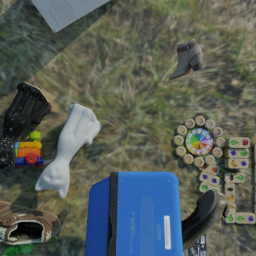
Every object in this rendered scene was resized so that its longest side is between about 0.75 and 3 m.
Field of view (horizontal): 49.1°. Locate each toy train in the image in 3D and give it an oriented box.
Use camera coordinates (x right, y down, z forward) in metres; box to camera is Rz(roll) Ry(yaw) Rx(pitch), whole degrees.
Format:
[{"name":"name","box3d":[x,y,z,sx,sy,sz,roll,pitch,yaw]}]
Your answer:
[{"name":"toy train","box3d":[-2.637,0.568,8.051,1.799,0.761,1.041,-3,75,0]}]

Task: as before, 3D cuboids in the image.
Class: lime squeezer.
[{"name":"lime squeezer","box3d":[-3.083,3.463,7.972,2.012,0.711,0.379,-15,69,-30]}]

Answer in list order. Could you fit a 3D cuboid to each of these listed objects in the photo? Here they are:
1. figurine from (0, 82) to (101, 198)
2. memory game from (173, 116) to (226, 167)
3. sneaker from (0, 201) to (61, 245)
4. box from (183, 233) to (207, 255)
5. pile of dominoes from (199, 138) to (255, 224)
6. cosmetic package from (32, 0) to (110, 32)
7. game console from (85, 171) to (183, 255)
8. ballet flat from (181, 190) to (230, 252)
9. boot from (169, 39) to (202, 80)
[{"name":"figurine","box3d":[-2.299,0.387,7.526,2.534,1.091,2.473,22,71,0]},{"name":"memory game","box3d":[2.092,0.406,8.235,1.514,0.096,1.514,0,85,6]},{"name":"sneaker","box3d":[-3.386,2.643,7.741,2.892,1.092,1.019,2,88,0]},{"name":"box","box3d":[1.328,3.904,7.961,1.777,0.561,2.254,-2,88,0]},{"name":"pile of dominoes","box3d":[3.068,1.545,8.126,1.973,0.403,2.532,0,88,0]},{"name":"cosmetic package","box3d":[-1.456,-4.228,7.151,2.709,2.701,1.665,-32,89,-1]},{"name":"game console","box3d":[0.021,2.472,6.499,2.253,1.562,2.640,0,65,2]},{"name":"ballet flat","box3d":[1.552,2.461,6.744,0.613,0.891,2.644,24,122,-10]},{"name":"boot","box3d":[1.302,-1.622,6.626,0.994,0.349,0.727,-16,95,36]}]
